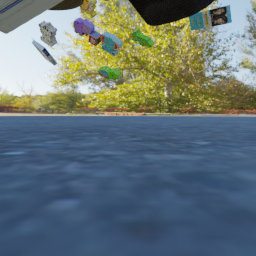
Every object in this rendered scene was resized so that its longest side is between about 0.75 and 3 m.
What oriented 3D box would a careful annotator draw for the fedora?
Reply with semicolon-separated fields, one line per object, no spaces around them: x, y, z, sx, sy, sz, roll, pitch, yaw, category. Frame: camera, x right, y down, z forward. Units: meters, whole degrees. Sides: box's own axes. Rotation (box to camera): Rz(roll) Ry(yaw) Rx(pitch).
0.959;-2.894;5.265;2.895;2.895;1.322;3;-38;47;fedora

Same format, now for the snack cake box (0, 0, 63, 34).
-1.626;-2.425;3.484;1.181;2.054;0.690;-25;-5;13;snack cake box

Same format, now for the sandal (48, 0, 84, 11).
-2.114;-3.287;6.373;0.928;0.833;2.531;-15;5;46;sandal

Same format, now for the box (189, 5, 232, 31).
2.121;-2.842;7.268;1.042;0.429;0.256;4;26;41;box

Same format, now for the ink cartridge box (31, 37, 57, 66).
-2.913;-2.607;9.585;0.871;0.177;0.869;39;-9;29;ink cartridge box

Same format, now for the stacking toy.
-0.818;-2.557;7.671;2.640;1.991;0.620;32;-33;9;stacking toy
